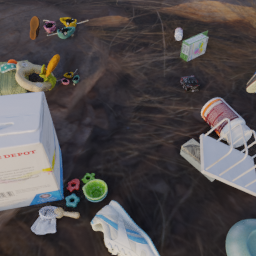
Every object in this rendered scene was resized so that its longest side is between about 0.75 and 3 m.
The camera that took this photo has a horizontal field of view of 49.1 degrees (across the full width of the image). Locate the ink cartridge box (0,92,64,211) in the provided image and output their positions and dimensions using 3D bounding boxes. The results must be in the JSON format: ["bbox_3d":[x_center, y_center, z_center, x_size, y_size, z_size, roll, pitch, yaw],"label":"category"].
[{"bbox_3d":[-3.290,0.727,8.444,2.153,2.925,2.115,-8,48,-7],"label":"ink cartridge box"}]

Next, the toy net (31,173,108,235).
[{"bbox_3d":[-1.904,2.258,8.703,2.516,0.486,1.320,-28,53,-23],"label":"toy net"}]

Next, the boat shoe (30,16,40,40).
[{"bbox_3d":[-3.378,-3.677,10.212,0.313,0.888,0.312,29,39,-2],"label":"boat shoe"}]

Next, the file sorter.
[{"bbox_3d":[3.593,0.867,8.851,2.194,1.366,1.522,24,46,-13],"label":"file sorter"}]

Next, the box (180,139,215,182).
[{"bbox_3d":[2.576,1.091,9.760,0.624,0.519,1.518,-32,55,-26],"label":"box"}]

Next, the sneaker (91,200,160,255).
[{"bbox_3d":[-0.009,3.153,7.661,1.004,0.951,2.485,-36,49,-22],"label":"sneaker"}]

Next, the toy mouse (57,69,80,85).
[{"bbox_3d":[-2.660,-2.207,13.011,1.181,0.229,1.050,-25,51,-21],"label":"toy mouse"}]

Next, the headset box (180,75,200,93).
[{"bbox_3d":[2.823,-2.031,12.777,0.651,0.338,0.875,-9,49,-8],"label":"headset box"}]

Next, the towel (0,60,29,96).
[{"bbox_3d":[-5.502,-2.322,12.969,1.874,0.461,2.526,-9,47,-10],"label":"towel"}]

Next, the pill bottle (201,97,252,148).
[{"bbox_3d":[3.706,-0.207,10.593,1.060,1.060,1.857,-18,49,-16],"label":"pill bottle"}]

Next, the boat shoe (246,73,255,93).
[{"bbox_3d":[3.791,-1.607,7.345,0.632,1.777,0.556,3,57,-28],"label":"boat shoe"}]

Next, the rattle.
[{"bbox_3d":[-4.388,-2.840,12.245,2.649,1.892,1.724,38,60,12],"label":"rattle"}]

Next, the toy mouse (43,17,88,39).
[{"bbox_3d":[-3.916,-5.582,15.938,2.659,0.515,2.363,14,48,13],"label":"toy mouse"}]

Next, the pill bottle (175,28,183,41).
[{"bbox_3d":[2.847,-5.239,15.682,0.428,0.428,0.756,6,48,5],"label":"pill bottle"}]

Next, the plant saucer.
[{"bbox_3d":[3.774,3.386,7.737,2.014,0.388,2.014,0,47,0],"label":"plant saucer"}]

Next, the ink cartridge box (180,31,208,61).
[{"bbox_3d":[3.569,-4.228,14.398,1.817,0.943,0.539,-29,53,-24],"label":"ink cartridge box"}]
